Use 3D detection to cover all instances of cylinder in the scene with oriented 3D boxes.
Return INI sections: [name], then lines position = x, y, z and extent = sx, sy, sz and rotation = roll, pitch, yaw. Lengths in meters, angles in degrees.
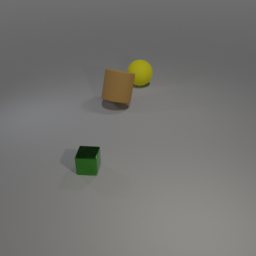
[cylinder]
position = -0.459, -1.970, 13.108
extent = 1.400, 1.400, 1.400
rotation = 9, 12, -2

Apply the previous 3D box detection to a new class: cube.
[cube]
position = -1.306, 1.071, 9.224
extent = 0.700, 0.700, 0.700
rotation = 2, 31, 4

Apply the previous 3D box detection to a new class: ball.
[ball]
position = 0.654, -3.052, 15.479
extent = 1.400, 1.400, 1.400
rotation = 0, 30, 0
